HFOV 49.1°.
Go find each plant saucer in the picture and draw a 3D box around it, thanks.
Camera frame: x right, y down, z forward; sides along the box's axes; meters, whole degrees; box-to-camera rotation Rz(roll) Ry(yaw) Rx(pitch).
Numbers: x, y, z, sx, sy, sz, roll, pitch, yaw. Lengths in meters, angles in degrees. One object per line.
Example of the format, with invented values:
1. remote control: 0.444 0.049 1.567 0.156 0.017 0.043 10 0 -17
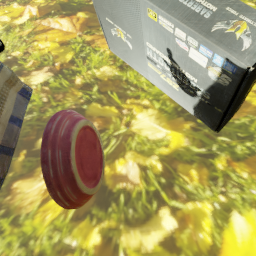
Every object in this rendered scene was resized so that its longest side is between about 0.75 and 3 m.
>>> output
1. plant saucer: -0.781 0.481 4.511 0.405 1.597 1.597 -8 39 18

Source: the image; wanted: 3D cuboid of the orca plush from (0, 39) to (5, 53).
1. orca plush: -2.132 -1.344 3.815 0.511 0.972 0.345 -32 40 2

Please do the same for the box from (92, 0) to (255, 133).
1. box: 0.659 -1.351 4.431 2.874 2.266 0.733 42 82 18

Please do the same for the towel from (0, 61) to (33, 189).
1. towel: -2.092 -0.115 3.808 0.332 2.785 2.046 11 77 3
